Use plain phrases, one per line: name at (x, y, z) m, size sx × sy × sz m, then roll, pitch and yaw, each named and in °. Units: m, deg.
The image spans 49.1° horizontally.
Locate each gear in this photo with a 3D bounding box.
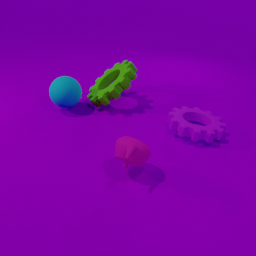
gear at (-0.507, -1.410, 8.820) m, size 1.736 × 0.321 × 1.736 m, roll -31°, pitch 31°, yaw 21°
gear at (1.856, -0.132, 7.629) m, size 1.533 × 0.283 × 1.533 m, roll 7°, pitch 29°, yaw -4°

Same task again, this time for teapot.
teapot at (0.061, 0.553, 5.969) m, size 0.795 × 1.279 × 0.626 m, roll 22°, pitch 79°, yaw 7°

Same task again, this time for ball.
ball at (-1.890, -1.086, 8.495) m, size 0.955 × 0.955 × 0.955 m, roll 0°, pitch 33°, yaw 0°
